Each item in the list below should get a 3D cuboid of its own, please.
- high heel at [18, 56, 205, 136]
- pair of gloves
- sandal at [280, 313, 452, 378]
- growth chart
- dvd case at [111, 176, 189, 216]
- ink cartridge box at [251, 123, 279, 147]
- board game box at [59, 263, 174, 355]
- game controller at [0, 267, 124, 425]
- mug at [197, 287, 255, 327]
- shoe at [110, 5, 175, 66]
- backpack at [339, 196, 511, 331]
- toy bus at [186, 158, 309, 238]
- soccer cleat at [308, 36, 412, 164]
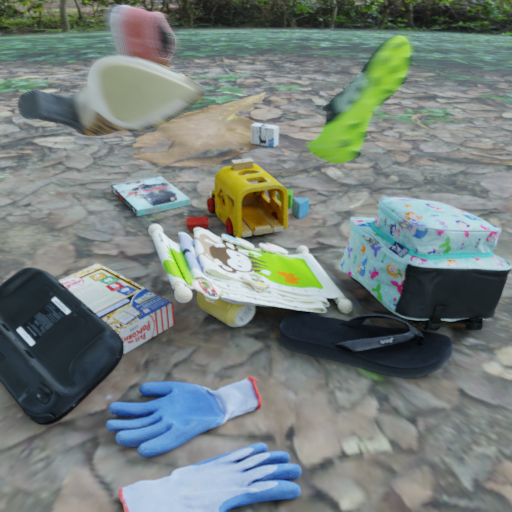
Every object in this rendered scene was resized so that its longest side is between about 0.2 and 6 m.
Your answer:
[{"bbox_3d":[-1.827,-2.329,8.505,2.808,1.003,2.002,0,8,17],"label":"high heel"},{"bbox_3d":[-0.675,2.284,6.707,2.071,0.294,2.577,-9,29,-16],"label":"pair of gloves"},{"bbox_3d":[1.615,1.226,8.380,2.588,0.554,0.984,6,29,11],"label":"sandal"},{"bbox_3d":[-0.105,0.196,9.505,3.584,0.318,2.594,8,25,-32],"label":"growth chart"},{"bbox_3d":[-2.651,-1.517,13.865,1.364,0.206,1.868,-16,31,-27],"label":"dvd case"},{"bbox_3d":[0.267,-3.829,17.734,0.836,0.606,0.350,15,32,25],"label":"ink cartridge box"},{"bbox_3d":[-2.577,0.886,9.097,2.030,0.470,1.538,23,36,36],"label":"board game box"},{"bbox_3d":[-3.153,1.154,8.118,1.536,0.620,2.944,-38,47,-26],"label":"game controller"},{"bbox_3d":[-0.497,0.776,9.075,0.969,0.776,0.796,-17,41,-39],"label":"mug"},{"bbox_3d":[-2.323,-4.194,12.222,1.097,2.412,0.862,17,52,20],"label":"shoe"},{"bbox_3d":[2.663,-0.007,9.424,2.185,1.853,2.461,1,15,-26],"label":"backpack"},{"bbox_3d":[-0.283,-1.454,12.524,2.631,1.359,2.482,11,30,19],"label":"toy bus"},{"bbox_3d":[2.073,-3.230,11.377,1.202,1.001,2.965,25,81,48],"label":"soccer cleat"}]
